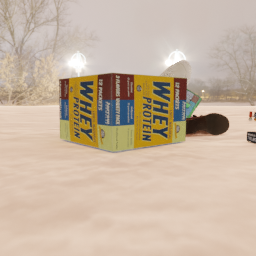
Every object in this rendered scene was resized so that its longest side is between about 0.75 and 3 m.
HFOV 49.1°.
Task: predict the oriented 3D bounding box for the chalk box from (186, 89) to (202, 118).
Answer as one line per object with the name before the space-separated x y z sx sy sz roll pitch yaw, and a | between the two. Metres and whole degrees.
chalk box | 2.393 -1.146 13.110 1.457 1.450 2.342 32 8 1

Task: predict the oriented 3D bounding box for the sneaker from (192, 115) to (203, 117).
sneaker | 2.938 -0.214 10.700 0.515 0.541 1.366 -3 8 -41

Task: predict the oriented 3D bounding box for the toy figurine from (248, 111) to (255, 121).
toy figurine | 6.786 -0.590 14.691 0.744 0.526 0.755 3 1 -37

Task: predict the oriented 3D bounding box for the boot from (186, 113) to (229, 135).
boot | 2.003 -0.134 9.635 2.047 0.705 2.196 0 1 -23

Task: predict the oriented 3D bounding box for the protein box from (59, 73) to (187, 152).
protein box | -0.171 -0.487 7.510 2.488 1.691 2.506 -5 8 -39

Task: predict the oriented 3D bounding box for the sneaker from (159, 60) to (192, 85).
sneaker | 1.095 -1.209 8.913 2.284 0.855 1.138 -45 -8 32

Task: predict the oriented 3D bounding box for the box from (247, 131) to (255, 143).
box | 3.854 0.281 7.056 1.193 0.299 1.202 -2 6 -7
